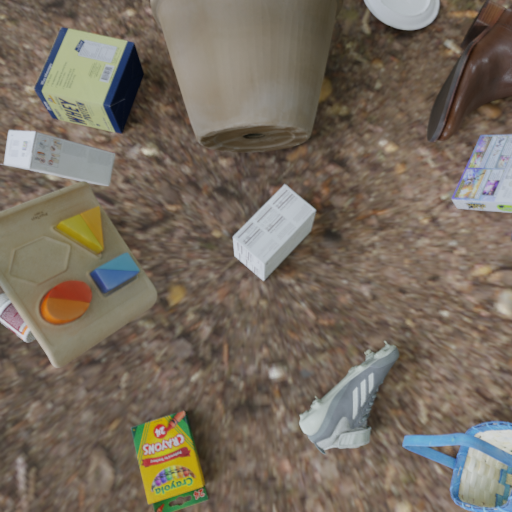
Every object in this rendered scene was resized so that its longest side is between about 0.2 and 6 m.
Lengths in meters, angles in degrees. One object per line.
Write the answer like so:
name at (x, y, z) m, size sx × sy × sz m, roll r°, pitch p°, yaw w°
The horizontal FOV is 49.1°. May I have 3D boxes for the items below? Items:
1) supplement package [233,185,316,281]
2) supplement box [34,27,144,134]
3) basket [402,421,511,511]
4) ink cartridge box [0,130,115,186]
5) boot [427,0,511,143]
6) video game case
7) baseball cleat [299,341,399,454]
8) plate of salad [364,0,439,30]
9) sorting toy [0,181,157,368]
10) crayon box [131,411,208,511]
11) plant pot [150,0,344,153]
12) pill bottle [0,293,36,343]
supplement package at (0.269, -0.329, 8.470) m, size 0.635 × 0.892 × 1.145 m, roll 42°, pitch 76°, yaw 12°
supplement box at (-2.741, -2.915, 9.349) m, size 1.282 × 0.861 × 1.283 m, roll 14°, pitch 72°, yaw 5°
basket at (2.925, 2.688, 7.212) m, size 1.679 × 1.481 × 1.168 m, roll 23°, pitch 68°, yaw -10°
ink cartridge box at (-2.577, -1.259, 7.202) m, size 0.973 × 1.108 × 0.465 m, roll 13°, pitch 93°, yaw 41°
boot at (4.807, -2.497, 9.183) m, size 3.359 × 1.079 × 3.130 m, roll 28°, pitch 74°, yaw 4°
video game case at (3.888, -1.303, 8.741) m, size 1.208 × 0.303 × 1.333 m, roll 12°, pitch 67°, yaw 47°
baseball cleat at (1.473, 2.059, 7.900) m, size 1.770 × 0.617 × 0.942 m, roll -39°, pitch 81°, yaw -2°
plate of salad at (2.613, -4.714, 10.227) m, size 1.494 × 0.359 × 1.494 m, roll 3°, pitch 74°, yaw -10°
sorting toy at (-1.999, 0.238, 5.395) m, size 2.116 × 0.311 × 1.564 m, roll -36°, pitch 98°, yaw -48°
crayon box at (-1.186, 2.857, 7.717) m, size 0.787 × 0.315 × 1.239 m, roll -17°, pitch 73°, yaw -6°
plant pot at (-0.115, -3.042, 8.581) m, size 2.986 × 2.986 × 2.591 m, roll -2°, pitch 88°, yaw -1°
pill bottle at (-3.529, 0.903, 8.308) m, size 0.751 × 0.429 × 0.429 m, roll 35°, pitch 75°, yaw 11°
